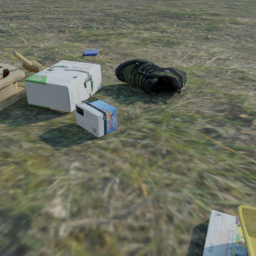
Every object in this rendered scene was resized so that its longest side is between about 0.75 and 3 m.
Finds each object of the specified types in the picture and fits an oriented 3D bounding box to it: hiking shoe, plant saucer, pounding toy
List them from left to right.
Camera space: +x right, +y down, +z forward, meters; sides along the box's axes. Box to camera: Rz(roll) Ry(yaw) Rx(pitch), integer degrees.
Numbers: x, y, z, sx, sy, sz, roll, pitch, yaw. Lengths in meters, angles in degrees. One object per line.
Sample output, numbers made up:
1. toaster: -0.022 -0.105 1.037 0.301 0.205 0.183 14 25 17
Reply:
1. pounding toy: -4.266 -1.757 9.037 1.629 1.635 2.850 14 34 15
2. hiking shoe: 0.678 -1.747 9.670 2.567 0.972 1.292 10 29 14
3. plant saucer: 2.383 1.969 3.758 1.692 0.410 1.692 10 37 0

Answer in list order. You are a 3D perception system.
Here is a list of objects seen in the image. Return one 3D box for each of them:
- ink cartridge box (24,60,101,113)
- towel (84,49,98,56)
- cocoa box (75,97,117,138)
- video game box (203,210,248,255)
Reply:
1. ink cartridge box: -2.033 -1.457 9.241 1.585 0.915 2.170 11 33 17
2. towel: -1.824 -3.746 13.894 0.675 0.111 0.932 -3 29 0
3. cocoa box: -0.863 -0.319 7.577 0.658 0.668 1.002 -26 40 -37
4. video game box: 1.710 1.847 4.395 0.946 0.243 1.039 10 32 20
